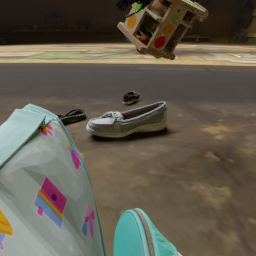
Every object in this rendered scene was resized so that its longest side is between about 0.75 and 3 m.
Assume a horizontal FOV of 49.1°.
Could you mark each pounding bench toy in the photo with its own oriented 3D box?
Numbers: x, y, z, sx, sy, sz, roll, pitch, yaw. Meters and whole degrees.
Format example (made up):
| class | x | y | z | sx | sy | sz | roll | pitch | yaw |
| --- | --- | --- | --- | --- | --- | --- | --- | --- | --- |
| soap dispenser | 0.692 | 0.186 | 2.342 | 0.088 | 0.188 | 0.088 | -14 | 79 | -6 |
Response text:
| class | x | y | z | sx | sy | sz | roll | pitch | yaw |
| --- | --- | --- | --- | --- | --- | --- | --- | --- | --- |
| pounding bench toy | 1.065 | -2.731 | 7.536 | 2.085 | 1.626 | 1.295 | 1 | 43 | -41 |

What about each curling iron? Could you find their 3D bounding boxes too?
| class | x | y | z | sx | sy | sz | roll | pitch | yaw |
| --- | --- | --- | --- | --- | --- | --- | --- | --- | --- |
| curling iron | 0.009 | -2.032 | 4.085 | 0.715 | 0.369 | 2.886 | -31 | 9 | 15 |

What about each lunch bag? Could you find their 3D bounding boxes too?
| class | x | y | z | sx | sy | sz | roll | pitch | yaw |
| --- | --- | --- | --- | --- | --- | --- | --- | --- | --- |
| lunch bag | -0.931 | 1.275 | 2.008 | 1.538 | 2.523 | 2.149 | 2 | 22 | 4 |

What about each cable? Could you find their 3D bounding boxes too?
| class | x | y | z | sx | sy | sz | roll | pitch | yaw |
| --- | --- | --- | --- | --- | --- | --- | --- | --- | --- |
| cable | -2.278 | -0.389 | 9.209 | 2.279 | 0.574 | 1.107 | -15 | 27 | -34 |

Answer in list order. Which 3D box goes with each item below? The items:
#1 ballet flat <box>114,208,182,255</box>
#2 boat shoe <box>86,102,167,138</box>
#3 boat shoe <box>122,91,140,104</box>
| class | x | y | z | sx | sy | sz | roll | pitch | yaw |
| --- | --- | --- | --- | --- | --- | --- | --- | --- | --- |
| ballet flat | 0.431 | 1.936 | 2.878 | 0.966 | 0.924 | 2.744 | 21 | 17 | -14 |
| boat shoe | 0.004 | -0.286 | 8.557 | 2.596 | 0.832 | 0.957 | -6 | 21 | -16 |
| boat shoe | 0.151 | -1.387 | 12.092 | 0.502 | 0.410 | 1.360 | 11 | 23 | 28 |
